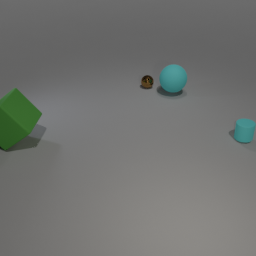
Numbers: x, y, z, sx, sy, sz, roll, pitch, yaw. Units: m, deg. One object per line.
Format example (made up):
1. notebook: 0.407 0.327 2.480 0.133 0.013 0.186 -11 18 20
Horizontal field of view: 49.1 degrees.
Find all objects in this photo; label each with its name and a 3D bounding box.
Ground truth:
1. cube: -4.315 -0.330 10.281 1.400 1.400 1.400 -30 27 22
2. ball: 2.301 -2.515 14.254 1.400 1.400 1.400 0 32 0
3. cylinder: 4.517 0.096 10.848 0.700 0.700 0.700 -2 30 1
4. ball: 1.048 -2.512 15.173 0.700 0.700 0.700 0 32 0
